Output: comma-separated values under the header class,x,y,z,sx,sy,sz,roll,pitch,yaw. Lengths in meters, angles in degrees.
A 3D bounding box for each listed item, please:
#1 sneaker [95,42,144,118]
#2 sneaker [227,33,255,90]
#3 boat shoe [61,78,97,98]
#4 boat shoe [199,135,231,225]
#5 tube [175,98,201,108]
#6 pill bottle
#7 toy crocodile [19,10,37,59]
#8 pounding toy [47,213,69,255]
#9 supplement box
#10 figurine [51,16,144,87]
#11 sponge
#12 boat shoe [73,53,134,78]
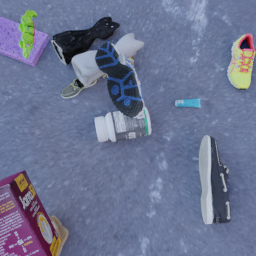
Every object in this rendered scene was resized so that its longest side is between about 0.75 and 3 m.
class,x,y,z,sx,sy,sz,roll,pitch,yaw
sneaker,-0.045,-1.242,7.218,0.895,0.910,2.364,-37,57,26
sneaker,4.411,-2.585,10.748,0.882,1.019,2.257,4,77,-1
boat shoe,-1.926,-1.660,10.795,1.509,0.451,0.539,-30,77,-7
boat shoe,3.003,1.746,9.579,0.903,1.106,2.994,0,78,0
tube,2.314,-0.954,10.742,0.972,0.245,0.376,-1,84,-5
pill bottle,-0.188,-0.106,10.068,1.893,1.070,1.070,-11,76,-3
toy crocodile,-2.931,-2.769,8.238,0.467,0.510,1.512,3,71,-30
pounding toy,-2.906,4.184,9.174,1.493,1.498,2.611,9,63,31
supplement box,-2.734,2.429,6.930,1.188,1.507,2.303,-25,97,-3
figurine,-1.086,-3.083,10.515,2.681,1.183,2.748,-34,55,-14
sponge,-4.638,-3.565,11.339,2.518,0.376,1.405,22,77,6
boat shoe,-0.959,-2.376,10.835,2.386,0.855,0.908,0,87,0
